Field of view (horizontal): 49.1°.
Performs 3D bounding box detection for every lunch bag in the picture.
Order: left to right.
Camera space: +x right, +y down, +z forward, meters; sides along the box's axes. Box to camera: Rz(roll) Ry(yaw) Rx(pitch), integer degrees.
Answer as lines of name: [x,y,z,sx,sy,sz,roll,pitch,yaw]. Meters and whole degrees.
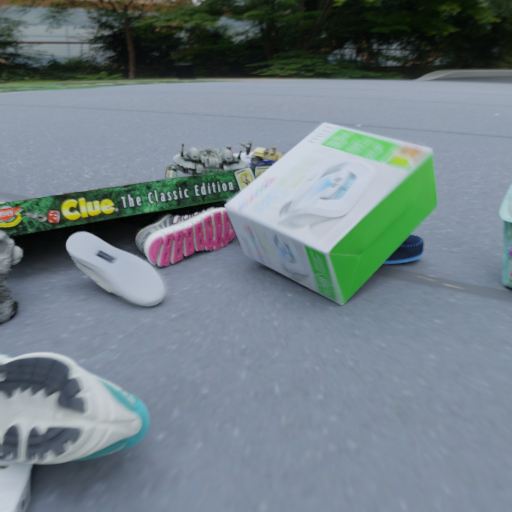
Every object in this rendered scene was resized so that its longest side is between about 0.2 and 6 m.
lunch bag: [4.381,-0.359,7.940,1.145,1.878,1.600,-9,13,-18]

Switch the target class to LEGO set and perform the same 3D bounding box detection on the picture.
LEGO set: [-0.850,-2.518,14.311,2.575,1.124,3.965,16,33,15]

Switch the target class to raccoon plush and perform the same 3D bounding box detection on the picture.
raccoon plush: [-3.888,0.360,7.295,0.924,1.280,1.911,10,24,22]

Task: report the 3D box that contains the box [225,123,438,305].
box: [1.209,-0.778,8.891,2.501,1.209,2.206,-42,46,-21]

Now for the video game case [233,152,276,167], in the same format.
video game case: [-0.074,-2.736,16.302,1.355,0.308,1.228,-10,24,-24]

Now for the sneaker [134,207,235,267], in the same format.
sneaker: [-1.265,-0.466,10.013,2.128,0.785,0.931,-24,36,-39]

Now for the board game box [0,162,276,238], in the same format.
board game box: [-2.580,-1.046,10.694,5.722,0.671,2.998,-13,7,-30]

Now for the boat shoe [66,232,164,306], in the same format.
boat shoe: [-2.091,0.286,8.364,1.692,0.591,0.600,28,58,11]

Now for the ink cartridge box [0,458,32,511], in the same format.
ink cartridge box: [-2.205,2.109,4.341,0.640,0.252,1.287,0,23,-2]

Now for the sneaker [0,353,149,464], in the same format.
sneaker: [-2.278,1.438,5.303,2.836,1.099,1.130,3,-17,31]

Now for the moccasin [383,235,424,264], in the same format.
moccasin: [1.754,-0.350,9.715,2.250,0.767,0.905,4,21,13]
